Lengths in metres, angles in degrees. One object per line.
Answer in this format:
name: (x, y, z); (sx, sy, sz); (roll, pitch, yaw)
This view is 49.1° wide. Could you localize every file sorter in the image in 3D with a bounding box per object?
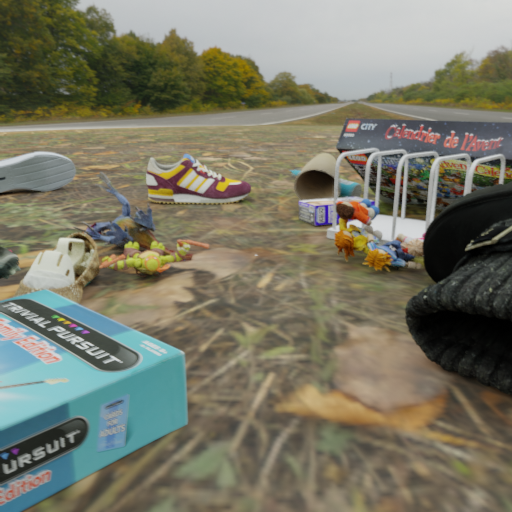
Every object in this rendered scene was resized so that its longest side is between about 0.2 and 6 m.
file sorter: (2.820, -1.025, 9.903); (2.550, 1.587, 1.769); (12, 20, 38)

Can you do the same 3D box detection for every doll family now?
doll family: (1.905, -0.166, 8.666); (1.968, 0.887, 1.221); (31, 23, 29)

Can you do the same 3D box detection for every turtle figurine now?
turtle figurine: (-1.493, 0.041, 8.162); (1.533, 0.494, 1.236); (-14, 11, -14)

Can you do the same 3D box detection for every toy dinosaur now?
toy dinosaur: (-2.311, -0.317, 9.514); (1.116, 2.126, 1.929); (-45, 7, -17)

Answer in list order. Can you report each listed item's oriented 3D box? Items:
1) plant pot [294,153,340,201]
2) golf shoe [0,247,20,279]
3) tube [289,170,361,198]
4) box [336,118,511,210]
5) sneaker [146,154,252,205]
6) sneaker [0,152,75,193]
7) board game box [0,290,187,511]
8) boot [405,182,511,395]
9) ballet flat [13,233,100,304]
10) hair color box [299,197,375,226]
plant pot: (1.530, -1.889, 13.133); (1.059, 1.059, 1.130); (5, 43, 17)
golf shoe: (-3.343, 0.134, 5.853); (2.201, 0.969, 0.850); (-23, 22, 36)
tube: (1.743, -1.838, 14.105); (1.890, 0.476, 0.732); (26, 3, 37)
box: (3.999, -1.758, 11.521); (3.992, 0.752, 2.726); (13, -12, 38)
sneaker: (-1.371, -1.882, 13.605); (2.559, 1.153, 0.959); (-2, 16, -8)
sneaker: (-6.409, -2.246, 14.986); (2.967, 1.084, 1.051); (-13, 25, -36)
board game box: (-2.329, 1.119, 4.083); (2.200, 0.684, 2.914); (14, 21, 40)
boot: (2.422, 0.279, 6.018); (2.489, 1.253, 3.330); (-42, 3, -23)
ballet flat: (-2.515, 0.217, 7.045); (0.814, 0.754, 2.309); (3, 17, -7)
hair color box: (1.668, -0.944, 11.632); (1.398, 0.453, 0.764); (-8, 15, -20)
